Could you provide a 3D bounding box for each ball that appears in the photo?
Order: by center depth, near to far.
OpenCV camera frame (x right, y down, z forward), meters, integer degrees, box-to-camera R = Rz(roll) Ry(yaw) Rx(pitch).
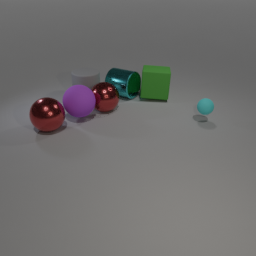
[{"bbox_3d":[-3.244,-0.537,11.291,1.400,1.400,1.400,0,29,0],"label":"ball"},{"bbox_3d":[3.290,-0.908,11.892,0.700,0.700,0.700,0,29,0],"label":"ball"},{"bbox_3d":[-2.107,-1.156,12.079,1.400,1.400,1.400,0,29,0],"label":"ball"},{"bbox_3d":[-1.090,-1.433,12.987,1.400,1.400,1.400,0,29,0],"label":"ball"}]

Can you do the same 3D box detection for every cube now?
[{"bbox_3d":[1.411,-2.357,14.375,1.400,1.400,1.400,5,25,4],"label":"cube"}]

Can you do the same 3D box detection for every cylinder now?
[{"bbox_3d":[-2.122,-2.202,14.251,1.400,1.400,1.400,1,29,0],"label":"cylinder"},{"bbox_3d":[-0.259,-2.338,14.576,1.400,1.400,1.400,17,33,29],"label":"cylinder"}]
